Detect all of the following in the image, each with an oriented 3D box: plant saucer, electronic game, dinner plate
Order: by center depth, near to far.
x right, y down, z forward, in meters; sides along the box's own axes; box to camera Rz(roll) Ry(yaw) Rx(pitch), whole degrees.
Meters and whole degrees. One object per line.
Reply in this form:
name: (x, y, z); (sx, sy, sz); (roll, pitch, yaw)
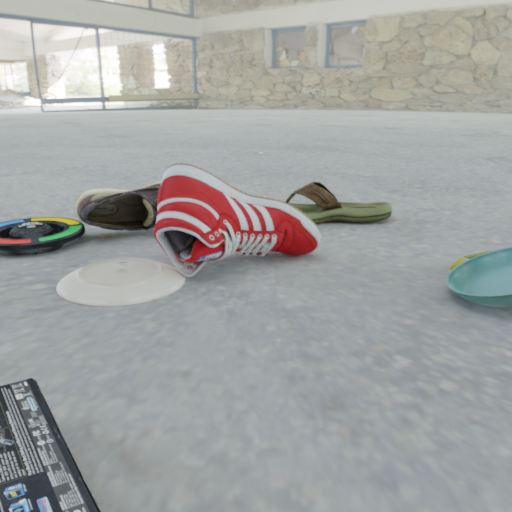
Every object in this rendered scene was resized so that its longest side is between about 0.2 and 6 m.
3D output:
plant saucer: (3.492, 0.301, 7.658); (1.689, 0.304, 1.689); (-19, 13, 5)
dinner plate: (-2.013, 0.310, 8.395); (1.880, 0.228, 1.880); (1, 17, 0)
plant saucer: (3.717, 0.155, 8.804); (0.955, 0.229, 0.953); (-11, 21, -28)
electronic game: (-4.129, -0.421, 10.290); (1.897, 0.395, 1.897); (0, 18, 0)

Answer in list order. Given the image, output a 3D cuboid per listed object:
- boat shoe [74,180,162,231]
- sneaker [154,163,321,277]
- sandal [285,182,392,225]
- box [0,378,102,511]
boat shoe: (-2.095, -0.900, 10.733); (2.606, 0.937, 0.845); (-5, 28, -22)
sneaker: (-0.285, -0.256, 8.864); (2.842, 1.012, 1.598); (21, 48, -16)
sandal: (1.435, -1.169, 11.875); (2.876, 0.821, 1.142); (-1, 18, -4)
box: (-2.077, 1.704, 3.560); (1.848, 0.563, 2.292); (-10, 21, -32)
